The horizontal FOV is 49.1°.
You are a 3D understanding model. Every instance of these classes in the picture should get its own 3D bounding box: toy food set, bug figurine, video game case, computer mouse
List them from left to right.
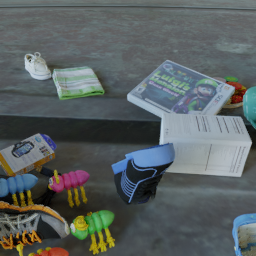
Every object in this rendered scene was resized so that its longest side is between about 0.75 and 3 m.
[{"bbox_3d":[-2.781,1.333,6.980,2.272,0.523,1.595,11,35,15],"label":"computer mouse"},{"bbox_3d":[-1.587,1.735,5.819,2.253,0.748,2.905,-13,42,-29],"label":"bug figurine"},{"bbox_3d":[1.915,-1.234,10.060,2.926,0.342,2.660,29,55,25],"label":"video game case"},{"bbox_3d":[3.756,-1.463,11.190,2.163,0.526,2.141,-8,34,-10],"label":"toy food set"}]

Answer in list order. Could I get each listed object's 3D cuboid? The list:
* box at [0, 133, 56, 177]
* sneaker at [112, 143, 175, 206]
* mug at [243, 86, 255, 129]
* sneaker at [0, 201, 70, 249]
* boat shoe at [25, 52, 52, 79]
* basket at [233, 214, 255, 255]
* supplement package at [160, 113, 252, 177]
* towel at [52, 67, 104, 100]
[{"bbox_3d":[-2.747,0.729,7.748,1.480,0.307,0.881,-27,57,-32],"label":"box"},{"bbox_3d":[0.332,1.013,5.688,0.917,2.614,1.018,-12,78,-18],"label":"sneaker"},{"bbox_3d":[4.387,-0.708,9.372,0.954,1.267,1.542,-2,33,27],"label":"mug"},{"bbox_3d":[-2.192,2.068,5.708,2.107,0.824,0.814,0,38,14],"label":"sneaker"},{"bbox_3d":[-4.288,-3.041,13.173,0.840,0.969,2.274,-20,39,-28],"label":"boat shoe"},{"bbox_3d":[2.579,1.990,4.802,1.483,1.682,1.170,-8,31,8],"label":"basket"},{"bbox_3d":[1.994,0.442,7.667,2.182,1.241,1.195,4,35,3],"label":"supplement package"},{"bbox_3d":[-2.217,-2.048,12.208,1.911,0.393,2.562,-11,35,-15],"label":"towel"}]
